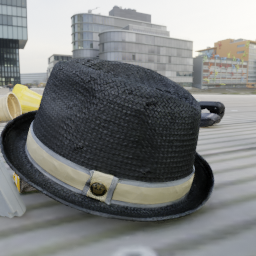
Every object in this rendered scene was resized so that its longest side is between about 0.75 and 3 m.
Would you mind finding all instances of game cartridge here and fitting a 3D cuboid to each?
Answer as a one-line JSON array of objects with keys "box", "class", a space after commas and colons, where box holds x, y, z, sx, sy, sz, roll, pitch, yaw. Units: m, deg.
[{"box": [-1.551, 0.478, 2.705, 1.112, 0.740, 0.231, 4, 30, 24], "class": "game cartridge"}]

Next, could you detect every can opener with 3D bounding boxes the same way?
[{"box": [1.997, -0.557, 9.396, 1.048, 0.845, 2.665, -8, 12, -39], "class": "can opener"}]

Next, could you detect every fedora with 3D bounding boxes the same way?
[{"box": [-0.104, -0.111, 3.142, 2.448, 1.118, 2.448, 13, 23, -6], "class": "fedora"}]

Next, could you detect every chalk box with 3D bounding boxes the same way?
[{"box": [-0.981, 0.420, 3.648, 0.928, 0.577, 0.574, -4, 9, -30], "class": "chalk box"}]

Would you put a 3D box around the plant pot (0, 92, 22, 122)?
[{"box": [-4.449, -0.642, 9.833, 0.978, 1.068, 1.068, -10, 8, 3], "class": "plant pot"}]

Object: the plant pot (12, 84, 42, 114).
[{"box": [-4.412, -1.140, 12.338, 1.235, 1.312, 1.312, 14, 6, -11], "class": "plant pot"}]
